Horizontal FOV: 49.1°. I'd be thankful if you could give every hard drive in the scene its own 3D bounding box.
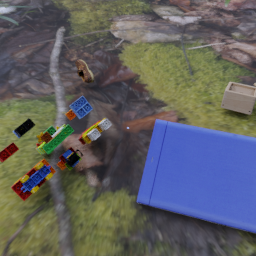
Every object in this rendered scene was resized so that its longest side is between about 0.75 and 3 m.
[{"bbox_3d":[1.614,0.884,5.294,2.573,0.326,1.698,11,74,13],"label":"hard drive"}]

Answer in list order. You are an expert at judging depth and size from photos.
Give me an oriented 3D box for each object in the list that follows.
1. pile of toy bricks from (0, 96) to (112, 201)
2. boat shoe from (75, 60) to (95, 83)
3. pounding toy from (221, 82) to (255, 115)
[{"bbox_3d":[-1.660,0.313,6.055,2.425,1.345,1.197,-44,13,-27],"label":"pile of toy bricks"},{"bbox_3d":[-1.357,-1.708,8.375,0.333,0.355,0.985,-16,54,-32],"label":"boat shoe"},{"bbox_3d":[3.264,-0.785,7.513,1.258,0.576,1.105,17,33,20],"label":"pounding toy"}]
